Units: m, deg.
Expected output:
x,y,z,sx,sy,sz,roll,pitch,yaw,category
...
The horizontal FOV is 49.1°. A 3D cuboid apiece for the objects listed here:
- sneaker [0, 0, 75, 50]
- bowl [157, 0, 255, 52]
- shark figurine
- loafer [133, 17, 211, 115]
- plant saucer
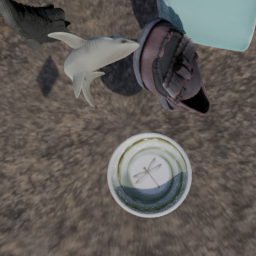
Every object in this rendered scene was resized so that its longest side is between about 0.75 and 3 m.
x,y,z,sx,sy,sz,roll,pitch,yaw,category
-1.770,-2.216,5.667,1.072,2.056,0.617,-28,83,-2,sneaker
1.236,-2.699,4.925,1.464,2.800,2.800,-4,77,13,bowl
-0.623,-0.698,3.783,1.000,1.674,0.699,4,78,-21,shark figurine
0.905,-0.807,4.537,0.892,2.834,1.018,27,90,20,loafer
0.415,0.895,5.449,1.606,0.403,1.606,-3,74,9,plant saucer
